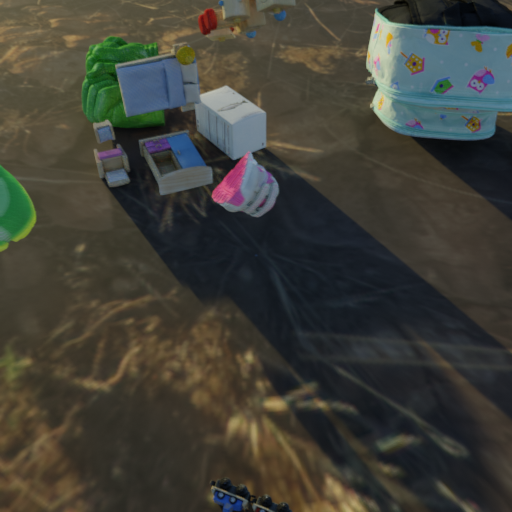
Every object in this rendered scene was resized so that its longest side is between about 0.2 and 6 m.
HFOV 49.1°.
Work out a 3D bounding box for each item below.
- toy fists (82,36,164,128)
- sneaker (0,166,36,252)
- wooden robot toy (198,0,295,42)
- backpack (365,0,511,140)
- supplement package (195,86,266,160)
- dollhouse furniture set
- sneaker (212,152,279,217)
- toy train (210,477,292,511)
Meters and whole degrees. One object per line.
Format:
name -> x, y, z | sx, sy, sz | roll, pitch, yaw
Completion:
toy fists -> -3.021, -3.963, 12.596 | 1.732, 1.169, 3.398 | -7, 45, -6
sneaker -> -3.560, -1.217, 5.594 | 3.230, 1.350, 1.196 | 44, 72, 9
wooden robot toy -> -0.339, -4.533, 9.567 | 1.239, 1.276, 2.812 | -10, 12, -18
backpack -> 3.757, -3.712, 11.016 | 3.082, 2.688, 3.506 | 6, 21, 2
supplement package -> -0.536, -2.754, 11.521 | 0.842, 0.845, 1.440 | -26, 49, -25
dollhouse furniture set -> -1.919, -2.458, 10.153 | 2.163, 2.292, 1.495 | -16, 45, -16
sneaker -> -0.043, -0.857, 7.215 | 0.723, 0.666, 1.638 | 42, 20, -8
toy train -> 0.137, 2.798, 6.058 | 1.461, 0.249, 0.335 | 17, 58, 16
